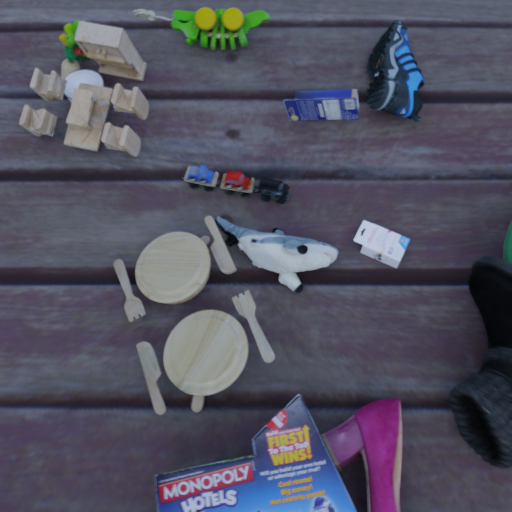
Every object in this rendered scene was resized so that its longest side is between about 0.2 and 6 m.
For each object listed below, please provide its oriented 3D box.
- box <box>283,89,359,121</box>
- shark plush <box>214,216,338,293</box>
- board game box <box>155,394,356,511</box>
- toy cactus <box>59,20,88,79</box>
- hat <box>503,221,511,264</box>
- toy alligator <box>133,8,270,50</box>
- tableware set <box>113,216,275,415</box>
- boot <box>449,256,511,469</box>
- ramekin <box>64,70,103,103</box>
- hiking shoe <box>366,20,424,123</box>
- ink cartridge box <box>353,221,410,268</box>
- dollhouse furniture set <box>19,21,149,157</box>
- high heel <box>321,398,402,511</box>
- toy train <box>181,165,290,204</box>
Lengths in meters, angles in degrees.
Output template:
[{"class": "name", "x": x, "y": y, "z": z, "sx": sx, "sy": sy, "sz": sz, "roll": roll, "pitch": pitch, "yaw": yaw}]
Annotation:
[{"class": "box", "x": 1.351, "y": -3.085, "z": 11.512, "sx": 1.471, "sy": 0.891, "sz": 0.238, "roll": 1, "pitch": 75, "yaw": 14}, {"class": "shark plush", "x": 0.282, "y": -0.147, "z": 10.474, "sx": 2.357, "sy": 1.071, "sz": 0.982, "roll": 12, "pitch": 40, "yaw": 29}, {"class": "board game box", "x": 0.173, "y": 3.720, "z": 8.118, "sx": 3.031, "sy": 0.935, "sz": 3.029, "roll": -9, "pitch": 62, "yaw": -4}, {"class": "toy cactus", "x": -3.931, "y": -4.427, "z": 12.299, "sx": 0.858, "sy": 1.384, "sz": 1.677, "roll": 11, "pitch": 15, "yaw": -23}, {"class": "hat", "x": 5.906, "y": -0.351, "z": 10.376, "sx": 2.608, "sy": 2.772, "sz": 3.149, "roll": 22, "pitch": 100, "yaw": 14}, {"class": "toy alligator", "x": -1.244, "y": -5.155, "z": 12.810, "sx": 3.100, "sy": 0.919, "sz": 0.841, "roll": 0, "pitch": 103, "yaw": 0}, {"class": "tableware set", "x": -1.097, "y": 0.969, "z": 9.743, "sx": 2.108, "sy": 0.639, "sz": 3.188, "roll": -25, "pitch": 59, "yaw": 1}, {"class": "boot", "x": 3.764, "y": 1.580, "z": 8.814, "sx": 2.141, "sy": 1.078, "sz": 2.864, "roll": -25, "pitch": 74, "yaw": -16}, {"class": "ramekin", "x": -3.734, "y": -3.594, "z": 12.197, "sx": 0.868, "sy": 0.404, "sz": 0.868, "roll": 0, "pitch": 63, "yaw": -1}, {"class": "hiking shoe", "x": 3.098, "y": -4.009, "z": 12.268, "sx": 1.140, "sy": 0.978, "sz": 2.630, "roll": 22, "pitch": 61, "yaw": -16}, {"class": "ink cartridge box", "x": 2.324, "y": -0.224, "z": 10.504, "sx": 0.931, "sy": 0.316, "sz": 0.536, "roll": 25, "pitch": 65, "yaw": 12}, {"class": "dollhouse furniture set", "x": -3.302, "y": -3.354, "z": 11.799, "sx": 2.214, "sy": 1.568, "sz": 2.410, "roll": 12, "pitch": 85, "yaw": 7}, {"class": "high heel", "x": 2.193, "y": 3.531, "z": 8.144, "sx": 1.397, "sy": 0.980, "sz": 2.905, "roll": -28, "pitch": 62, "yaw": -2}, {"class": "toy train", "x": -0.410, "y": -1.426, "z": 11.016, "sx": 2.191, "sy": 0.502, "sz": 0.374, "roll": 10, "pitch": 61, "yaw": 6}]
